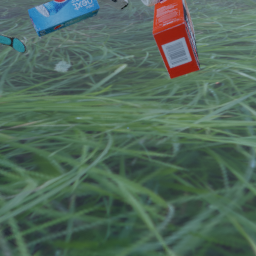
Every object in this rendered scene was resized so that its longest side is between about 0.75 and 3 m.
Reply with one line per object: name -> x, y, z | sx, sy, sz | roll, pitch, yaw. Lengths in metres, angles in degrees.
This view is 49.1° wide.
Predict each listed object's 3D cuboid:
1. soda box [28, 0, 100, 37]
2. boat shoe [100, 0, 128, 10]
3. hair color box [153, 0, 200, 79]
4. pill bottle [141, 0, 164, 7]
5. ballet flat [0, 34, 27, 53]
soda box -> -2.030, -3.700, 8.968 | 2.116, 0.718, 0.679 | -26, 9, -12
boat shoe -> -0.600, -4.060, 8.178 | 1.432, 0.535, 0.664 | 11, 61, -52
hair color box -> 1.187, -2.456, 6.944 | 0.750, 1.243, 2.449 | -15, 40, 20
pill bottle -> 1.032, -3.387, 5.769 | 1.852, 1.039, 1.039 | -26, 39, 0
ballet flat -> -3.124, -2.361, 7.740 | 1.019, 0.346, 0.384 | 23, 26, 13
